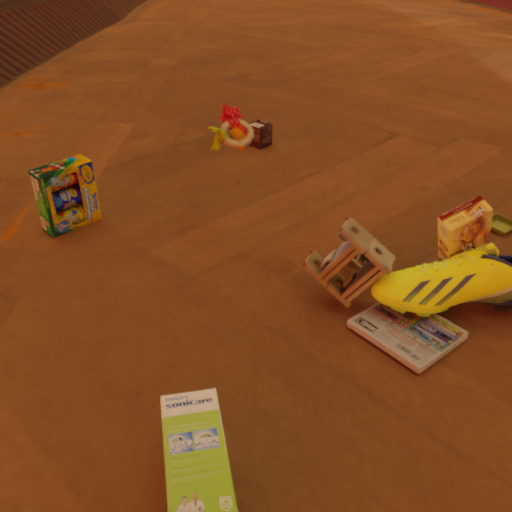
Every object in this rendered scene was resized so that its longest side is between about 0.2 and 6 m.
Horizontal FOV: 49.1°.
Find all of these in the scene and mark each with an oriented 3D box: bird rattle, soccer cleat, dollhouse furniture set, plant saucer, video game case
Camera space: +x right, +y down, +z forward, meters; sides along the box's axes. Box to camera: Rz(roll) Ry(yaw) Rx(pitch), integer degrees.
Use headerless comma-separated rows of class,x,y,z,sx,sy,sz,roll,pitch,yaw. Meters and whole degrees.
bird rattle,-0.409,-2.200,9.948,0.772,0.534,0.947,28,54,9
soccer cleat,3.364,0.303,9.211,2.993,1.252,0.968,-2,31,-6
dollhouse furniture set,1.683,-0.125,9.630,1.053,1.059,1.503,42,36,-3
plant saucer,5.158,-0.642,11.863,0.593,0.142,0.593,-22,40,-30
video game case,2.430,1.189,9.036,1.311,0.159,1.441,-23,40,-34

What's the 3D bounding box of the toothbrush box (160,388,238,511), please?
toothbrush box,-0.640,2.488,6.172,0.697,1.179,1.619,-7,34,-10

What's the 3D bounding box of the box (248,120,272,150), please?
box,0.096,-3.370,15.557,0.523,0.630,0.517,26,41,33

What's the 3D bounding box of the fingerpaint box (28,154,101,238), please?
fingerpaint box,-3.922,-1.236,11.610,1.173,1.406,0.516,-28,44,-36

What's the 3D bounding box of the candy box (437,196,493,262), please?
candy box,3.480,-0.312,9.380,0.786,1.361,0.377,-26,53,0
